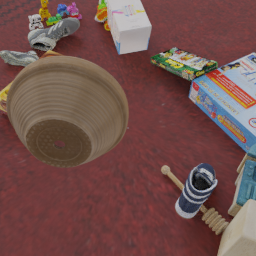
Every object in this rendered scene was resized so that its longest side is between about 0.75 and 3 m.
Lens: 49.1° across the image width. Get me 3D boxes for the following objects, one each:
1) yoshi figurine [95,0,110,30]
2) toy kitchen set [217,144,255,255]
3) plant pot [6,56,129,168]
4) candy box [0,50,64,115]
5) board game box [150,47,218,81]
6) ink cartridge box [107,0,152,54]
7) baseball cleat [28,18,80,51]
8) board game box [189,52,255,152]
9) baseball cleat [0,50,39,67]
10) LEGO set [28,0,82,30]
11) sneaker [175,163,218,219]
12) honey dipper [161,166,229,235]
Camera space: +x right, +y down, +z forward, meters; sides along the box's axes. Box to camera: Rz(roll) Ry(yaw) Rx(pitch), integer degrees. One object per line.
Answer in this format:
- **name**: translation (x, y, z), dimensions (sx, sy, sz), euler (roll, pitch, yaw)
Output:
- **yoshi figurine**: translation (-0.643, -4.844, 11.130), dimensions (1.149, 1.153, 2.052), euler (10, 47, -13)
- **toy kitchen set**: translation (3.329, 1.548, 5.448), dimensions (2.269, 1.669, 2.833), euler (19, 54, 15)
- **plant pot**: translation (-0.690, -0.026, 3.112), dimensions (1.397, 1.397, 0.645), euler (0, 39, 0)
- **candy box**: translation (-2.470, -1.210, 8.336), dimensions (1.450, 0.702, 2.486), euler (23, 56, 16)
- **board game box**: translation (1.683, -2.057, 8.786), dimensions (1.070, 0.240, 2.042), euler (-28, 38, -17)
- **ink cartridge box**: translation (-0.032, -3.713, 9.841), dimensions (1.115, 1.144, 1.781), euler (-14, 66, -10)
- **baseball cleat**: translation (-2.587, -3.324, 10.168), dimensions (1.971, 0.687, 1.049), euler (-23, 60, -6)
- **board game box**: translation (3.558, -0.833, 8.001), dimensions (2.527, 0.721, 2.581), euler (-25, 55, -18)
- **baseball cleat**: translation (-3.626, -2.401, 9.528), dimensions (1.330, 0.464, 0.708), euler (20, 46, 4)
- **LEGO set**: translation (-2.999, -4.671, 11.047), dimensions (2.106, 0.864, 0.803), euler (-20, 53, -16)
- **sneaker**: translation (1.635, 1.103, 6.086), dimensions (0.607, 0.939, 1.731), euler (28, 40, 18)
- **honey dipper**: translation (1.429, 1.533, 6.355), dimensions (0.365, 0.365, 1.922), euler (-28, 53, -21)
